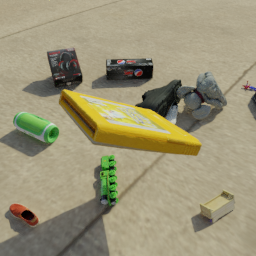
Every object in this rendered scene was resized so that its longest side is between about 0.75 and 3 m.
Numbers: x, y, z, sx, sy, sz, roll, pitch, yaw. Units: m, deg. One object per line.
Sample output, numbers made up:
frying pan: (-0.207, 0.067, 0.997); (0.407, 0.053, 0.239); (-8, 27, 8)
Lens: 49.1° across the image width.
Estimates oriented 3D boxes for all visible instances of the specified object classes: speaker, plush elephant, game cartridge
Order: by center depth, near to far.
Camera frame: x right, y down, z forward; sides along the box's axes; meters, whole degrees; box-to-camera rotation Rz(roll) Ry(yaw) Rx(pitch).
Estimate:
game cartridge: (0.038, -0.148, 6.833); (2.898, 0.470, 2.554); (8, 18, -32)
speaker: (-3.436, -0.041, 10.450); (1.742, 0.770, 0.770); (21, 45, 23)
plush elephant: (2.996, -1.303, 11.502); (1.592, 1.694, 2.057); (-29, -3, 20)

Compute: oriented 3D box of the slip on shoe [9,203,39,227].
slip on shoe: (-2.939, 2.391, 7.886); (1.081, 0.331, 0.401); (23, 47, 27)

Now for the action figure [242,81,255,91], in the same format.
action figure: (5.749, -1.968, 13.036); (0.779, 0.385, 0.254); (16, 42, 21)

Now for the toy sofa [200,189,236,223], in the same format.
toy sofa: (2.585, 2.244, 8.063); (1.015, 0.495, 0.420); (-22, 20, -24)

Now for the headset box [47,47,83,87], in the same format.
headset box: (-3.042, -2.984, 13.386); (1.362, 0.688, 1.833); (-12, 71, -15)

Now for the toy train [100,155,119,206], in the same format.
toy train: (-0.614, 1.595, 8.807); (0.541, 0.401, 1.920); (-10, 40, 4)

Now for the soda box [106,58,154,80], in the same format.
soda box: (0.070, -2.905, 13.782); (2.296, 0.812, 0.727); (-2, 43, -3)

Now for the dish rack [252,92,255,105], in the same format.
dish rack: (6.724, -1.045, 11.758); (2.431, 0.663, 1.864); (1, 42, -1)

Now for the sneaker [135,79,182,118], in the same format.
sneaker: (1.340, -1.332, 11.805); (1.317, 1.102, 2.902); (16, 38, 32)

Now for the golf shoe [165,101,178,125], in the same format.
golf shoe: (1.772, -0.605, 11.240); (0.480, 0.596, 1.226); (10, 43, 8)
